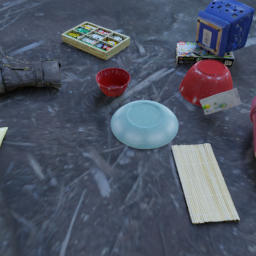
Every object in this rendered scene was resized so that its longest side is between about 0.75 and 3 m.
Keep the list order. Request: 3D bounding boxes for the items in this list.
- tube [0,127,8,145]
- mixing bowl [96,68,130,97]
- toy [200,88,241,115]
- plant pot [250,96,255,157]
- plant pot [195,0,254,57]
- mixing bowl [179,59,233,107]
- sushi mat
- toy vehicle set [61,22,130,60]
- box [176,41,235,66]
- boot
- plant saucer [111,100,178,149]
[{"bbox_3d":[-4.115,0.750,8.017,0.643,0.575,2.215,28,32,-28],"label":"tube"},{"bbox_3d":[-0.522,-1.573,10.145,1.225,0.663,1.225,0,47,0],"label":"mixing bowl"},{"bbox_3d":[2.975,-0.898,9.087,1.164,0.670,0.275,-20,38,18],"label":"toy"},{"bbox_3d":[4.375,0.082,7.806,2.015,2.015,1.804,17,64,16],"label":"plant pot"},{"bbox_3d":[3.715,-3.983,11.256,1.563,1.738,1.738,-34,54,-19],"label":"plant pot"},{"bbox_3d":[2.889,-1.746,10.051,1.965,1.064,1.965,-1,47,1],"label":"mixing bowl"},{"bbox_3d":[2.021,1.390,7.638,1.204,0.152,2.516,-5,46,-3],"label":"sushi mat"},{"bbox_3d":[-1.472,-4.027,12.737,2.683,0.356,1.667,28,52,24],"label":"toy vehicle set"},{"bbox_3d":[3.204,-3.155,11.862,2.271,0.394,1.250,3,46,3],"label":"box"},{"bbox_3d":[-3.855,-2.321,10.813,2.472,0.983,2.839,-12,52,-17],"label":"boot"},{"bbox_3d":[0.539,-0.294,9.084,2.228,0.429,2.228,0,45,0],"label":"plant saucer"}]
